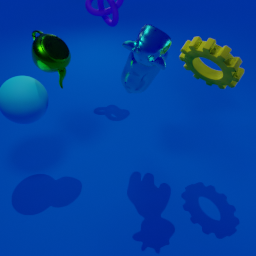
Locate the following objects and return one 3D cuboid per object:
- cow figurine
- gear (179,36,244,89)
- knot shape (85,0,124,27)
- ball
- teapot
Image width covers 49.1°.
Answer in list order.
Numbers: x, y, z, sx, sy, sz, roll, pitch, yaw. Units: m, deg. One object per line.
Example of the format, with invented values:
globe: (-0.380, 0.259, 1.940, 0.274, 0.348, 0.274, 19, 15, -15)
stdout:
cow figurine: (0.306, -1.340, 5.906, 0.926, 1.687, 1.660, 31, 34, 0)
gear: (1.739, -1.345, 5.917, 1.354, 1.354, 0.250, 29, 79, 31)
knot shape: (-0.772, -3.916, 8.874, 1.190, 1.272, 0.588, 15, 30, 9)
ball: (-2.398, -0.638, 6.443, 1.107, 1.107, 1.107, 0, 39, 0)
teapot: (-1.757, -1.598, 6.348, 0.894, 0.704, 1.437, -31, 90, -47)
